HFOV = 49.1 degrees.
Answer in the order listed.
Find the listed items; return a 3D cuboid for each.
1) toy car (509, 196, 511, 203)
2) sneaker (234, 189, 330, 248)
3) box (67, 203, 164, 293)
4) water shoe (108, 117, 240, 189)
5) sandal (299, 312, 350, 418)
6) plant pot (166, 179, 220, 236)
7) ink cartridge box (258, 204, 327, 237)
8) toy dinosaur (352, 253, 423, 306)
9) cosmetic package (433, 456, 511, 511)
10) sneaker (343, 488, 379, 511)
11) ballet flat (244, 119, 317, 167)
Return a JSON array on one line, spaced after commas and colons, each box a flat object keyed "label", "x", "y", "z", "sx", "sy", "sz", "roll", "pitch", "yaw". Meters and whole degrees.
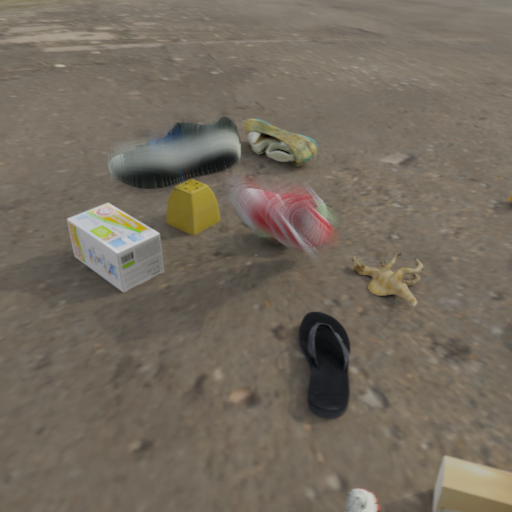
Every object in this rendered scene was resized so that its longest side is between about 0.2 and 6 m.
[{"label": "toy car", "x": 6.923, "y": -0.703, "z": 12.335, "sx": 1.054, "sy": 1.553, "sz": 3.167, "roll": -47, "pitch": 18, "yaw": 7}, {"label": "sneaker", "x": 0.900, "y": -0.571, "z": 10.196, "sx": 1.376, "sy": 0.872, "sz": 2.447, "roll": 14, "pitch": -1, "yaw": 45}, {"label": "box", "x": -2.801, "y": -0.209, "z": 11.116, "sx": 1.815, "sy": 0.920, "sz": 1.021, "roll": 28, "pitch": 42, "yaw": 36}, {"label": "water shoe", "x": -1.552, "y": -1.987, "z": 10.778, "sx": 2.540, "sy": 0.908, "sz": 1.002, "roll": -8, "pitch": 56, "yaw": 4}, {"label": "sandal", "x": 1.137, "y": 1.569, "z": 8.827, "sx": 0.821, "sy": 0.462, "sz": 2.158, "roll": -1, "pitch": 33, "yaw": -1}, {"label": "plant pot", "x": -1.439, "y": -1.166, "z": 12.573, "sx": 0.910, "sy": 0.937, "sz": 0.916, "roll": 25, "pitch": 41, "yaw": 32}, {"label": "ink cartridge box", "x": 0.765, "y": -0.753, "z": 11.896, "sx": 1.439, "sy": 0.427, "sz": 0.747, "roll": -3, "pitch": 26, "yaw": 4}, {"label": "toy dinosaur", "x": 2.652, "y": 0.491, "z": 10.575, "sx": 1.012, "sy": 0.583, "sz": 2.001, "roll": -29, "pitch": 33, "yaw": -14}, {"label": "cosmetic package", "x": 2.810, "y": 2.907, "z": 6.601, "sx": 1.308, "sy": 0.688, "sz": 0.465, "roll": 9, "pitch": 34, "yaw": 16}, {"label": "sneaker", "x": 0.557, "y": 3.321, "z": 5.719, "sx": 1.007, "sy": 0.954, "sz": 2.452, "roll": 19, "pitch": 37, "yaw": 28}, {"label": "ballet flat", "x": 0.437, "y": -3.165, "z": 15.751, "sx": 2.773, "sy": 0.980, "sz": 0.980, "roll": 28, "pitch": 42, "yaw": 37}]
